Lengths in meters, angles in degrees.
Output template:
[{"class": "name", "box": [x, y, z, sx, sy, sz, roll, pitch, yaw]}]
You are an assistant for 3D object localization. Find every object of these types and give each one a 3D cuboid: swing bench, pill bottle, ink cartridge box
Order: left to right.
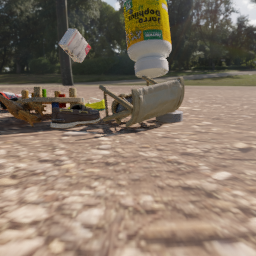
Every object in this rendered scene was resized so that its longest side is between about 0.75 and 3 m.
[{"class": "ink cartridge box", "box": [-2.018, -3.133, 10.669, 0.446, 0.766, 1.059, 21, -14, 34]}, {"class": "swing bench", "box": [0.436, -0.861, 8.784, 1.945, 1.269, 1.955, -18, 21, -33]}, {"class": "pill bottle", "box": [0.759, -3.523, 10.695, 1.690, 2.997, 1.690, -5, -6, -1]}]

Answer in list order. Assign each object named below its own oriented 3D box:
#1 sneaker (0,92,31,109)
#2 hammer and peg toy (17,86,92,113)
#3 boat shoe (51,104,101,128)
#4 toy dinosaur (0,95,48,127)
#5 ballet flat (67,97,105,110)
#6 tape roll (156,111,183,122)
[{"class": "sneaker", "box": [-4.970, -1.216, 12.751, 2.243, 0.749, 1.202, 13, 15, 39]}, {"class": "hammer and peg toy", "box": [-2.582, -1.036, 10.555, 2.610, 0.920, 1.919, -4, 3, -37]}, {"class": "boat shoe", "box": [-1.576, -0.438, 8.799, 0.732, 0.606, 2.037, 7, 13, 34]}, {"class": "toy dinosaur", "box": [-3.347, -0.590, 8.411, 1.431, 0.814, 2.694, 12, -18, 19]}, {"class": "ballet flat", "box": [-1.807, -1.056, 12.305, 1.689, 0.566, 0.564, -1, 11, -4]}, {"class": "tape roll", "box": [1.393, -0.406, 9.480, 0.918, 0.303, 0.918, 0, 10, 0]}]
